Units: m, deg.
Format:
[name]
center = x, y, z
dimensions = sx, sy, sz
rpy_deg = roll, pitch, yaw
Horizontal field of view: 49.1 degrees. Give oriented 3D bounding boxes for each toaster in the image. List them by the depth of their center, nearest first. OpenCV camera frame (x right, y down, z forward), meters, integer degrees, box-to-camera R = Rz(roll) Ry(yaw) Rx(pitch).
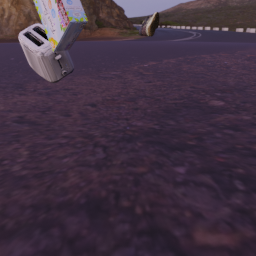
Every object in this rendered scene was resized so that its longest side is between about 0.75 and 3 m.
[toaster]
center = -1.651, -1.518, 5.566
dimensions = 0.685, 0.778, 1.205
rpy_deg = -38, 60, -20

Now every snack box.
[snack box]
center = -0.984, -1.683, 3.981
dimensions = 0.309, 0.912, 0.769
rpy_deg = -16, -7, -35

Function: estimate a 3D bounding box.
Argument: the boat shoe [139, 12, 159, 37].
[boat shoe]
center = 0.405, -1.974, 5.304
dimensions = 0.276, 0.300, 0.840
rpy_deg = 3, 41, 18
